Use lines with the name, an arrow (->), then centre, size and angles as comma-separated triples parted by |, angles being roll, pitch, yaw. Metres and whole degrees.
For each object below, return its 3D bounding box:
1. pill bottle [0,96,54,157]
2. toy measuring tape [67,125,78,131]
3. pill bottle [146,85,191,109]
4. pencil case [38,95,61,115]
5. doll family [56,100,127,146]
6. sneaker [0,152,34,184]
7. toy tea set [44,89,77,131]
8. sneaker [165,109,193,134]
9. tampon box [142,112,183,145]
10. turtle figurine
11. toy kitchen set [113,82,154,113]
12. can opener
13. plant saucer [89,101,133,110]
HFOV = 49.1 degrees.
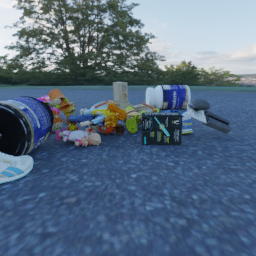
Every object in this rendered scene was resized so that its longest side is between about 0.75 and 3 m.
pill bottle -> -3.026, -0.070, 7.799 | 1.554, 1.554, 2.779 | 0, 11, 2
toy measuring tape -> -2.044, 0.093, 10.299 | 0.434, 0.434, 1.180 | -3, -5, -15
pill bottle -> 2.447, -1.905, 17.364 | 2.554, 1.478, 1.478 | -2, 11, -6
pencil case -> -3.910, -0.818, 12.620 | 1.232, 1.232, 2.788 | 0, 11, 0
doll family -> -1.040, -0.269, 9.492 | 1.776, 1.289, 2.861 | 5, 12, 22
sneaker -> -2.681, 0.764, 5.862 | 0.633, 0.668, 1.654 | 5, 9, 30
toy tea set -> -2.534, -0.525, 10.061 | 1.353, 0.842, 2.276 | -29, -12, -4
sneaker -> 1.604, -0.314, 10.858 | 0.785, 0.873, 2.122 | -13, 16, -42
tampon box -> 1.071, -0.001, 9.029 | 1.256, 0.941, 0.793 | 0, 11, 2
turtle figurine -> 0.099, -0.439, 11.405 | 2.829, 0.911, 2.281 | 4, 17, -14
toy kitchen set -> 0.508, -1.473, 14.298 | 1.989, 1.794, 1.623 | -11, 16, -29
can opener -> 2.840, -0.400, 9.451 | 2.070, 0.552, 0.692 | 19, -39, -28
plant saucer -> -0.873, -1.232, 16.373 | 2.952, 0.568, 2.952 | 0, 10, 0
